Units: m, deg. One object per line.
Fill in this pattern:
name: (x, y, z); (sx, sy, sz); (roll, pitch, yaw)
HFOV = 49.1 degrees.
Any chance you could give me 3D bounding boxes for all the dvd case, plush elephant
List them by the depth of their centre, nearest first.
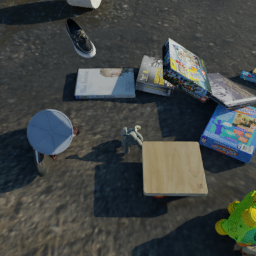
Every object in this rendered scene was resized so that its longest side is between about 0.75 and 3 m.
plush elephant: (0.170, 0.377, 10.997); (0.918, 1.115, 0.863); (-23, 8, 21)
dvd case: (4.251, -1.759, 12.642); (2.109, 0.227, 2.837); (-10, 40, -27)
dvd case: (-1.095, -2.225, 13.610); (2.906, 0.255, 2.073); (-1, 50, -1)

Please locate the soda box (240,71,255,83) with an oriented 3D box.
soda box: (6.012, -2.540, 13.880); (0.809, 0.275, 0.260); (24, 53, 19)

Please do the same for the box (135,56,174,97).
box: (1.404, -2.562, 13.581); (1.756, 0.536, 2.217); (13, 47, 3)

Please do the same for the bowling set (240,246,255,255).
bowling set: (3.655, 3.712, 8.060); (0.688, 1.282, 0.893); (2, 20, 12)

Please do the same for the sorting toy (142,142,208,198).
sorting toy: (1.557, 1.534, 9.996); (2.085, 0.730, 2.097); (0, 50, 0)

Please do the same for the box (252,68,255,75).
box: (6.811, -2.659, 13.903); (1.134, 0.121, 0.927); (27, 35, 22)

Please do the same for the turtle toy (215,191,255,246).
turtle toy: (3.893, 2.696, 8.548); (1.180, 1.702, 2.335); (47, 54, 10)

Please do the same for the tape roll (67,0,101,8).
tape roll: (-2.844, -9.240, 18.223); (1.758, 2.560, 2.560); (12, 50, 9)

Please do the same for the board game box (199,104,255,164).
board game box: (4.346, -0.016, 11.454); (1.999, 0.591, 2.628); (24, 53, 20)

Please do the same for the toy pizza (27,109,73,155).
toy pizza: (-2.612, 0.139, 9.444); (1.529, 1.529, 0.242); (-34, 12, -26)

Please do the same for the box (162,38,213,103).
box: (1.674, -1.737, 8.189); (1.397, 0.385, 2.045); (28, 37, -15)

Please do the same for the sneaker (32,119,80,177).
sneaker: (-2.673, 0.476, 10.729); (1.688, 1.105, 2.922); (-5, 48, -8)

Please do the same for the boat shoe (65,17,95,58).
boat shoe: (-2.033, -3.820, 11.640); (0.739, 0.700, 2.114); (-27, 65, -6)
